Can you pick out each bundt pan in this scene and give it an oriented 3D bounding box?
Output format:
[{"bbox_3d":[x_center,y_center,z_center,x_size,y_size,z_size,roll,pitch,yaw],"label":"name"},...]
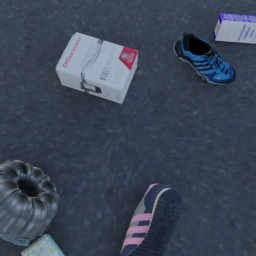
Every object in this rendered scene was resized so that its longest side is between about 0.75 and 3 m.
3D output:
[{"bbox_3d":[-2.145,1.348,5.748,0.661,1.760,1.760,-46,68,16],"label":"bundt pan"}]

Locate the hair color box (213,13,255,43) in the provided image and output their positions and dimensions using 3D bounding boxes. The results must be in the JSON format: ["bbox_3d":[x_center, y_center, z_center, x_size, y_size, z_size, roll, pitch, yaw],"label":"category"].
[{"bbox_3d":[3.456,-3.110,8.763,1.343,0.734,0.435,5,54,-1],"label":"hair color box"}]

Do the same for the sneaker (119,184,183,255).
[{"bbox_3d":[0.336,2.343,6.131,0.847,0.990,2.415,34,82,-20],"label":"sneaker"}]

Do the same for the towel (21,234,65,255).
[{"bbox_3d":[-1.796,2.760,6.008,0.667,0.188,0.780,-35,99,-14],"label":"towel"}]

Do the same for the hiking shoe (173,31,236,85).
[{"bbox_3d":[2.234,-1.888,7.916,2.063,0.894,0.767,29,82,-6],"label":"hiking shoe"}]

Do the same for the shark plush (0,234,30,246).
[{"bbox_3d":[-2.828,1.709,5.644,0.897,0.823,1.975,-46,110,-1],"label":"shark plush"}]

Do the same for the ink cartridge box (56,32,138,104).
[{"bbox_3d":[-0.847,-1.722,8.021,1.937,0.807,1.406,18,68,7],"label":"ink cartridge box"}]
